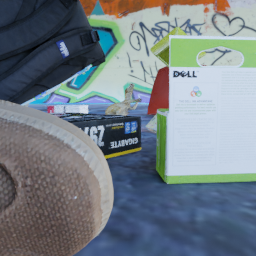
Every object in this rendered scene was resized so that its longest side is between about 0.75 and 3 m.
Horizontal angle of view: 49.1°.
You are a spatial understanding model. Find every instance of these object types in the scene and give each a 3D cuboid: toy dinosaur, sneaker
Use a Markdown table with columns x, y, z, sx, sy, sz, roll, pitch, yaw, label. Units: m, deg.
| x | y | z | sx | sy | sz | roll | pitch | yaw | label |
| --- | --- | --- | --- | --- | --- | --- | --- | --- | --- |
| -0.356 | -0.505 | 9.354 | 1.315 | 0.757 | 2.600 | 17 | 50 | 43 | toy dinosaur |
| -1.489 | 0.498 | 1.173 | 2.807 | 0.989 | 1.060 | -2 | 25 | 7 | sneaker |

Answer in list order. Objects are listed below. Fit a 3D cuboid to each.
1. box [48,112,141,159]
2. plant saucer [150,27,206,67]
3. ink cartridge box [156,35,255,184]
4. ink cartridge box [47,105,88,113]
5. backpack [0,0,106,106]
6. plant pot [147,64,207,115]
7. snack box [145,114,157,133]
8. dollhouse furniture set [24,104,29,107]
| x | y | z | sx | sy | sz | roll | pitch | yaw | label |
| --- | --- | --- | --- | --- | --- | --- | --- | --- | --- |
| -1.426 | 0.136 | 4.490 | 2.179 | 0.673 | 2.729 | 3 | 7 | 39 | box |
| 1.730 | -2.624 | 9.985 | 1.479 | 0.355 | 1.481 | 35 | -37 | -21 | plant saucer |
| 0.957 | -0.204 | 3.283 | 1.170 | 1.583 | 0.600 | -1 | 6 | -6 | ink cartridge box |
| -2.592 | -0.685 | 12.189 | 1.464 | 0.607 | 1.074 | 1 | 6 | 13 | ink cartridge box |
| -2.100 | -1.428 | 5.226 | 2.032 | 2.156 | 2.643 | 13 | 54 | 43 | backpack |
| 2.543 | -1.781 | 13.240 | 2.539 | 2.237 | 2.536 | 0 | -1 | -24 | plant pot |
| 0.846 | -0.132 | 7.601 | 0.175 | 0.548 | 0.943 | 44 | -6 | -17 | snack box |
| -5.300 | -0.782 | 11.058 | 2.110 | 1.479 | 1.487 | 24 | -6 | -27 | dollhouse furniture set |
